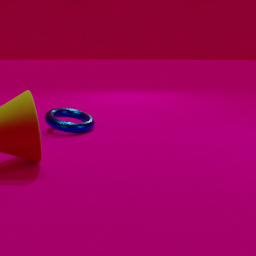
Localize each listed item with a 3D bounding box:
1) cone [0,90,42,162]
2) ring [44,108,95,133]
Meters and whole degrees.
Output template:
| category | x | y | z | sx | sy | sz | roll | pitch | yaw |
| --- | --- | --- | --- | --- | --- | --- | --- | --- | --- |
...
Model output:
| category | x | y | z | sx | sy | sz | roll | pitch | yaw |
| --- | --- | --- | --- | --- | --- | --- | --- | --- | --- |
| cone | -2.700 | 0.086 | 5.660 | 1.551 | 1.545 | 1.545 | -10 | 18 | -25 |
| ring | -1.782 | -0.250 | 8.621 | 1.539 | 0.308 | 1.539 | 11 | 20 | -4 |
